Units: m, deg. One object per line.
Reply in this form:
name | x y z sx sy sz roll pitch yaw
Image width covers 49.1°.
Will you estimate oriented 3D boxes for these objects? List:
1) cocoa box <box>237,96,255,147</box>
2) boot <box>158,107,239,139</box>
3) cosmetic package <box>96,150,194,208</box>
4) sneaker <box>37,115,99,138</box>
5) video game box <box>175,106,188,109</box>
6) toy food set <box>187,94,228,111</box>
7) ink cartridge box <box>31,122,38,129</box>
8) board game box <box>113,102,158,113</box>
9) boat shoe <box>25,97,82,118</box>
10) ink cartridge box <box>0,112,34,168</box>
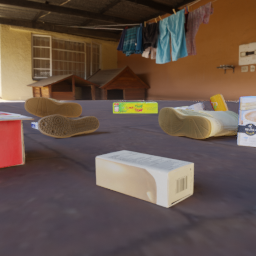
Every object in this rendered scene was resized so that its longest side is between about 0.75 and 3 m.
cocoa box | 3.592 -0.158 6.478 1.771 1.162 1.181 5 9 35
boot | 2.119 -0.197 8.269 1.723 0.807 2.217 -4 10 -31
cosmetic package | 0.184 0.589 3.535 1.143 0.406 0.601 6 10 42
sneaker | -1.769 0.006 8.158 1.868 0.658 0.706 -1 -12 -37
video game box | 2.458 -0.872 14.796 1.545 0.362 1.407 -8 8 9
toy food set | 3.602 -0.661 12.514 1.231 1.161 2.580 -18 -4 -28
ink cartridge box | -2.750 -0.086 9.852 0.988 0.201 0.986 -5 9 -36
board game box | 0.469 -1.311 17.912 2.756 0.656 1.400 0 7 2
boat shoe | -3.804 -0.970 14.327 2.797 1.025 0.877 8 0 -17
ink cartridge box | -2.805 0.249 4.260 1.878 0.897 2.139 7 10 43
